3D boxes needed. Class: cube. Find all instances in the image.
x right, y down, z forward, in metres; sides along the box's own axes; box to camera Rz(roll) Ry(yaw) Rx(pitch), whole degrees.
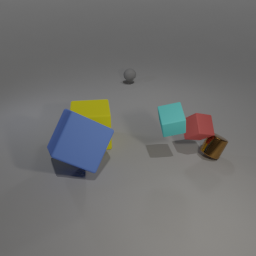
[{"bbox_3d":[-1.488,0.352,8.549,1.400,1.400,1.400,25,-2,-22],"label":"cube"},{"bbox_3d":[1.315,-0.246,8.420,0.700,0.700,0.700,-12,55,4],"label":"cube"},{"bbox_3d":[-1.354,-0.119,10.259,1.400,1.400,1.400,-4,30,-6],"label":"cube"},{"bbox_3d":[2.294,-0.028,9.187,0.700,0.700,0.700,5,-19,-31],"label":"cube"}]

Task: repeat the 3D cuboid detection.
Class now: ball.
[{"bbox_3d":[0.105,-2.992,15.744,0.700,0.700,0.700,0,29,0],"label":"ball"}]

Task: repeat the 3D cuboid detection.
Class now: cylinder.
[{"bbox_3d":[2.919,0.592,9.510,0.700,0.700,0.700,24,15,-7],"label":"cylinder"}]
